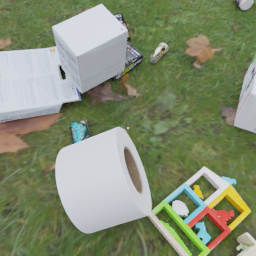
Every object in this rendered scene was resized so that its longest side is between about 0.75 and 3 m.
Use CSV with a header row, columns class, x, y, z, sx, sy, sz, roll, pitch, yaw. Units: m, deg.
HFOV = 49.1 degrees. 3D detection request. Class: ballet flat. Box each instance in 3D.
class,x,y,z,sx,sy,sz,roll,pitch,yaw
ballet flat,1.311,-3.147,11.367,0.444,0.493,1.310,29,61,15

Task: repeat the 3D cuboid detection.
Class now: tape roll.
class,x,y,z,sx,sy,sz,roll,pitch,yaw
tape roll,-0.545,1.302,7.105,1.591,2.317,2.317,-22,57,11

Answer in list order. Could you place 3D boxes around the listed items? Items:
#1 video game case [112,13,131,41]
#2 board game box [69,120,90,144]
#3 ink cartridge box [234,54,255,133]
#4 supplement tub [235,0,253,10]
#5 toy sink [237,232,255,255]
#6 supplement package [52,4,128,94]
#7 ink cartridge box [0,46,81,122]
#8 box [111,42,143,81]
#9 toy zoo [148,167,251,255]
class,x,y,z,sx,sy,sz,roll,pitch,yaw
video game case,-0.869,-4.288,12.186,1.675,0.214,1.514,-12,64,-9
board game box,-1.606,0.153,9.419,0.602,0.125,0.891,-13,58,-8
ink cartridge box,4.477,-1.298,9.372,1.033,1.789,2.450,18,58,12
supplement tub,5.420,-6.069,13.197,0.634,0.634,0.903,-10,57,-7
toy sink,3.059,3.337,6.947,0.657,0.764,1.172,-31,63,-18
supplement package,-1.229,-2.626,9.486,1.916,2.004,1.474,-33,70,-18
ink cartridge box,-3.483,-1.724,10.255,2.972,0.603,2.966,-11,59,-16
box,-0.600,-2.930,11.136,1.536,0.424,1.917,-40,70,-20
toy zoo,2.143,2.289,7.918,2.723,0.279,1.786,-33,63,-19
